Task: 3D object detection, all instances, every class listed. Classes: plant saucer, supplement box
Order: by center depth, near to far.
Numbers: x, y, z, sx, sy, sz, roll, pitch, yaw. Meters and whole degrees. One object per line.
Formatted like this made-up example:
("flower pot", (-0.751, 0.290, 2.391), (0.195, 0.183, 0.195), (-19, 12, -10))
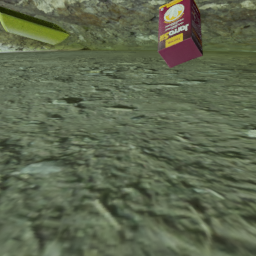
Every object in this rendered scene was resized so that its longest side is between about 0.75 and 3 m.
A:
("plant saucer", (-2.826, -2.926, 8.093), (1.900, 0.456, 1.903), (8, 22, -32))
("supplement box", (1.844, -3.461, 9.936), (1.267, 2.296, 0.983), (-15, -35, 31))
